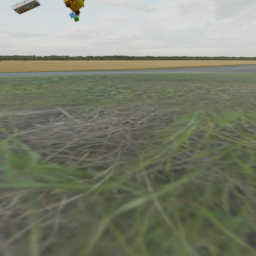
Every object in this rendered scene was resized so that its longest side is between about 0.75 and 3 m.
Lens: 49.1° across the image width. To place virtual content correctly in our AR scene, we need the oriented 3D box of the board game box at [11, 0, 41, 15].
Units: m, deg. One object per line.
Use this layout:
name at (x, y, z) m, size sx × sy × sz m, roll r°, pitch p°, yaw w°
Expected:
board game box at (-3.297, -3.967, 9.079) m, size 0.802 × 0.137 × 0.539 m, roll -22°, pitch 4°, yaw 5°

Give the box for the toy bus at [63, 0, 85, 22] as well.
toy bus at (-1.752, -4.262, 9.427) m, size 0.588 × 1.074 × 1.138 m, roll -21°, pitch 32°, yaw 16°
